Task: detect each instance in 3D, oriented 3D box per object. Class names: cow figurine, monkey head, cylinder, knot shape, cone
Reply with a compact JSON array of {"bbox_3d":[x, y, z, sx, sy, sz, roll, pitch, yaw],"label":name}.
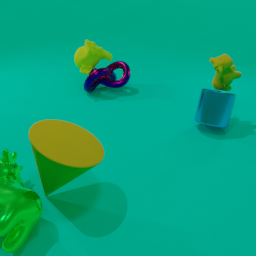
[{"bbox_3d":[-2.081,1.143,4.875,1.708,0.937,1.681,6,35,22],"label":"cow figurine"},{"bbox_3d":[2.482,-1.436,7.424,1.026,1.042,0.572,-2,48,-26],"label":"cow figurine"},{"bbox_3d":[-1.221,-2.359,9.576,1.177,0.986,1.637,21,27,-18],"label":"monkey head"},{"bbox_3d":[2.320,-0.536,7.494,0.904,0.904,0.904,11,10,-2],"label":"cylinder"},{"bbox_3d":[-0.703,-1.844,9.891,1.639,0.809,1.751,-7,22,12],"label":"knot shape"},{"bbox_3d":[-1.319,0.779,5.166,1.353,1.358,1.353,22,25,-11],"label":"cone"}]
